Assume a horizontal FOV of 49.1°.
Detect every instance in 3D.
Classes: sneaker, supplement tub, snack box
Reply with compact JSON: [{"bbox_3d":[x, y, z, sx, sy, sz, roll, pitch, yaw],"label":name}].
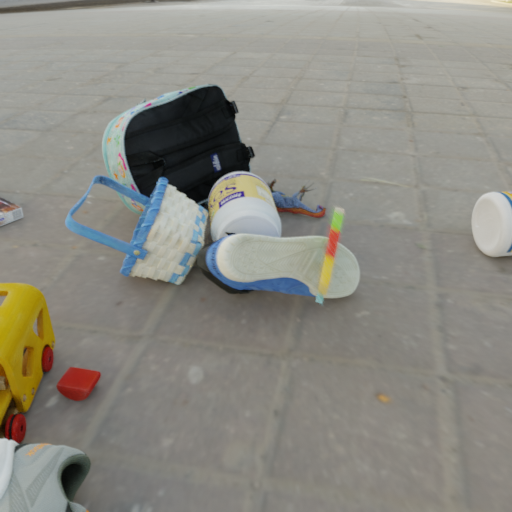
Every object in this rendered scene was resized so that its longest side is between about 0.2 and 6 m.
[{"bbox_3d":[0.365,0.186,10.378,2.965,1.138,1.649,6,-4,-30],"label":"sneaker"},{"bbox_3d":[-0.253,-0.754,11.676,1.445,1.445,1.988,-3,31,-6],"label":"supplement tub"},{"bbox_3d":[-2.357,3.145,5.508,1.343,1.252,3.387,-1,31,-10],"label":"sneaker"},{"bbox_3d":[-6.796,-1.256,13.618,2.557,0.311,0.919,22,38,32],"label":"snack box"},{"bbox_3d":[5.665,-0.702,11.709,1.859,1.344,1.344,-4,31,-8],"label":"supplement tub"}]

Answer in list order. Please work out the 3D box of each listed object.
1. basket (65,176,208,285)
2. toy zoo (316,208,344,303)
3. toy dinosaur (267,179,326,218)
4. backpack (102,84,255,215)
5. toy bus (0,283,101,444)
[{"bbox_3d":[-2.263,-0.596,10.902,2.463,1.713,2.171,29,28,-13],"label":"basket"},{"bbox_3d":[1.229,0.043,9.414,0.156,1.528,1.002,12,-9,7],"label":"toy zoo"},{"bbox_3d":[0.856,-1.233,13.521,1.510,1.664,0.874,43,20,9],"label":"toy dinosaur"},{"bbox_3d":[-2.009,-2.393,13.220,3.118,2.768,2.347,-33,24,-35],"label":"backpack"},{"bbox_3d":[-3.896,1.562,7.837,2.866,1.481,2.704,25,39,35],"label":"toy bus"}]
